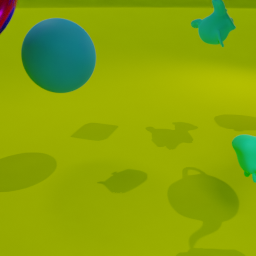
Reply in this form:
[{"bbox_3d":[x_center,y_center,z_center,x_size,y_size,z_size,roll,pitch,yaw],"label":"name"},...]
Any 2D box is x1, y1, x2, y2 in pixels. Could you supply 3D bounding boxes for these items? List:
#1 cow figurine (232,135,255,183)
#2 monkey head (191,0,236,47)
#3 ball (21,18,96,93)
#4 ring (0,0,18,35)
[{"bbox_3d":[1.860,0.133,3.397,1.102,1.084,0.605,6,7,-2],"label":"cow figurine"},{"bbox_3d":[1.996,-2.450,6.556,0.784,0.936,1.301,-37,46,5],"label":"monkey head"},{"bbox_3d":[-1.296,-1.351,5.316,1.370,1.370,1.370,0,25,0],"label":"ball"},{"bbox_3d":[-2.730,-2.135,4.419,2.047,2.047,0.409,3,-6,6],"label":"ring"}]
